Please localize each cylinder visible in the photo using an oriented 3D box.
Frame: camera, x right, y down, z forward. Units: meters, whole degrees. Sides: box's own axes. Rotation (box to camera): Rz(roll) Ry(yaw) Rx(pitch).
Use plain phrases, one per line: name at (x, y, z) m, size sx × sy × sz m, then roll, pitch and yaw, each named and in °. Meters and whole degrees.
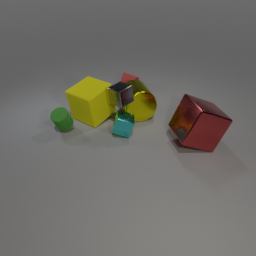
cylinder at (-2.597, -0.350, 11.039) m, size 0.700 × 0.700 × 0.700 m, roll -6°, pitch 58°, yaw 10°
cylinder at (0.392, -1.207, 12.166) m, size 1.400 × 1.400 × 1.400 m, roll -8°, pitch 33°, yaw -12°

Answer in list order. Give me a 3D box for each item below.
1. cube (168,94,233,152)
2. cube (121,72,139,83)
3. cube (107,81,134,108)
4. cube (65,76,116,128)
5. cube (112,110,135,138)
cube at (2.561, -0.182, 10.134) m, size 1.400 × 1.400 × 1.400 m, roll 14°, pitch 26°, yaw -24°
cube at (0.065, -2.364, 14.220) m, size 0.700 × 0.700 × 0.700 m, roll 24°, pitch 14°, yaw 12°
cube at (-0.272, -1.295, 10.865) m, size 0.700 × 0.700 × 0.700 m, roll -34°, pitch 42°, yaw -32°
cube at (-1.539, -1.122, 11.828) m, size 1.400 × 1.400 × 1.400 m, roll 23°, pitch 49°, yaw 32°
cube at (-0.181, -0.168, 10.890) m, size 0.700 × 0.700 × 0.700 m, roll 15°, pitch 33°, yaw -11°
